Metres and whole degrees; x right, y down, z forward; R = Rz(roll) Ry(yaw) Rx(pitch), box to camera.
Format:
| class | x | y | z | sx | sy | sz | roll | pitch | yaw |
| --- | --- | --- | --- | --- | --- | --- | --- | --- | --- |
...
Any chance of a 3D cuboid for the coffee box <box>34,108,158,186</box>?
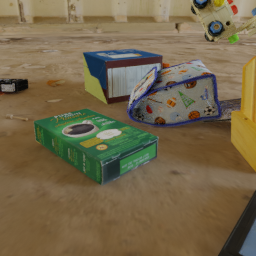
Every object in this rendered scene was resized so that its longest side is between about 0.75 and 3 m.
| class | x | y | z | sx | sy | sz | roll | pitch | yaw |
| --- | --- | --- | --- | --- | --- | --- | --- | --- | --- |
| coffee box | -0.876 | 0.278 | 6.957 | 1.774 | 0.634 | 2.885 | -21 | 31 | -41 |

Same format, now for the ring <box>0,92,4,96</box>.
| class | x | y | z | sx | sy | sz | roll | pitch | yaw |
| --- | --- | --- | --- | --- | --- | --- | --- | --- | --- |
| ring | -5.660 | -1.451 | 11.812 | 0.823 | 0.079 | 0.823 | 0 | 23 | 0 |

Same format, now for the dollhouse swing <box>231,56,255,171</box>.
| class | x | y | z | sx | sy | sz | roll | pitch | yaw |
| --- | --- | --- | --- | --- | --- | --- | --- | --- | --- |
| dollhouse swing | 4.052 | -0.424 | 6.585 | 2.552 | 2.244 | 2.319 | 1 | 22 | -1 |

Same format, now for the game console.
| class | x | y | z | sx | sy | sz | roll | pitch | yaw |
| --- | --- | --- | --- | --- | --- | --- | --- | --- | --- |
| game console | 2.784 | 1.135 | 3.519 | 2.497 | 1.731 | 2.925 | 17 | 27 | 33 |

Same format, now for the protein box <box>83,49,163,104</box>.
| class | x | y | z | sx | sy | sz | roll | pitch | yaw |
| --- | --- | --- | --- | --- | --- | --- | --- | --- | --- |
| protein box | -0.260 | -2.260 | 11.653 | 2.480 | 1.673 | 2.462 | -12 | 25 | -26 |

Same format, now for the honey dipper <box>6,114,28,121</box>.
| class | x | y | z | sx | sy | sz | roll | pitch | yaw |
| --- | --- | --- | --- | --- | --- | --- | --- | --- | --- |
| honey dipper | -3.592 | -0.334 | 9.081 | 0.774 | 0.147 | 0.147 | 9 | 24 | 15 |

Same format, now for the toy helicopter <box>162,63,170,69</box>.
| class | x | y | z | sx | sy | sz | roll | pitch | yaw |
| --- | --- | --- | --- | --- | --- | --- | --- | --- | --- |
| toy helicopter | 2.563 | -2.635 | 13.792 | 2.151 | 0.848 | 1.423 | 5 | 15 | -18 |

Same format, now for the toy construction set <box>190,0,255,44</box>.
| class | x | y | z | sx | sy | sz | roll | pitch | yaw |
| --- | --- | --- | --- | --- | --- | --- | --- | --- | --- |
| toy construction set | 2.211 | -2.745 | 6.045 | 1.488 | 2.269 | 1.045 | -26 | -17 | 6 |

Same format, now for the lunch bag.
| class | x | y | z | sx | sy | sz | roll | pitch | yaw |
| --- | --- | --- | --- | --- | --- | --- | --- | --- | --- |
| lunch bag | 1.332 | -1.128 | 9.113 | 2.731 | 1.691 | 2.321 | -13 | 21 | 10 |

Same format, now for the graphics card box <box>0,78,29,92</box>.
| class | x | y | z | sx | sy | sz | roll | pitch | yaw |
| --- | --- | --- | --- | --- | --- | --- | --- | --- | --- |
| graphics card box | -5.474 | -1.887 | 12.226 | 1.868 | 0.475 | 1.172 | 0 | 16 | 4 |

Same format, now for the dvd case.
| class | x | y | z | sx | sy | sz | roll | pitch | yaw |
| --- | --- | --- | --- | --- | --- | --- | --- | --- | --- |
| dvd case | 3.051 | -0.555 | 8.480 | 1.075 | 0.115 | 1.446 | -44 | 22 | -28 |

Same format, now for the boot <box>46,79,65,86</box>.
| class | x | y | z | sx | sy | sz | roll | pitch | yaw |
| --- | --- | --- | --- | --- | --- | --- | --- | --- | --- |
| boot | -3.443 | -2.212 | 13.338 | 0.575 | 0.283 | 0.803 | 20 | 35 | 27 |
